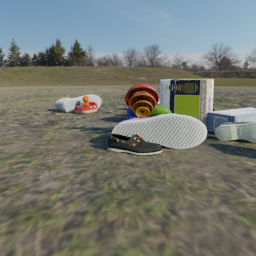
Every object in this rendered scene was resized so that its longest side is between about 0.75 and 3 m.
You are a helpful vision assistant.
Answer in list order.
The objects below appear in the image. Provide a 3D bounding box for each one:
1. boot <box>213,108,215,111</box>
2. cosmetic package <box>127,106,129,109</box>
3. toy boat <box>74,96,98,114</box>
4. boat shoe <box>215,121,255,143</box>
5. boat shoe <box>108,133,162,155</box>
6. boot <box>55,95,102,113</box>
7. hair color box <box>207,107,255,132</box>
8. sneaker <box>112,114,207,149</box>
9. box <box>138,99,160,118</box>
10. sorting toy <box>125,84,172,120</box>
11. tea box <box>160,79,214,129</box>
[{"bbox_3d":[3.781,-1.102,14.582,1.730,0.690,1.902,-21,12,-24],"label":"boot"},{"bbox_3d":[0.937,-1.203,15.575,1.993,0.505,0.823,11,15,44],"label":"cosmetic package"},{"bbox_3d":[-2.188,-1.247,14.740,0.908,0.910,1.392,5,12,23],"label":"toy boat"},{"bbox_3d":[3.613,0.094,8.516,1.802,0.644,0.539,1,16,27],"label":"boat shoe"},{"bbox_3d":[0.160,0.416,7.376,1.501,0.470,0.549,6,10,22],"label":"boat shoe"},{"bbox_3d":[-2.807,-1.460,15.734,2.539,0.934,1.213,-11,22,-42],"label":"boot"},{"bbox_3d":[4.158,-0.266,10.136,2.419,0.733,1.197,-8,13,-31],"label":"hair color box"},{"bbox_3d":[0.928,-0.005,8.337,2.643,0.958,1.507,2,8,9],"label":"sneaker"},{"bbox_3d":[1.745,-0.954,13.556,1.517,0.782,2.601,7,13,33],"label":"box"},{"bbox_3d":[0.602,-0.388,9.329,1.392,2.316,0.951,-18,48,22],"label":"sorting toy"},{"bbox_3d":[2.241,-0.950,10.725,1.810,1.840,1.229,6,12,28],"label":"tea box"}]
